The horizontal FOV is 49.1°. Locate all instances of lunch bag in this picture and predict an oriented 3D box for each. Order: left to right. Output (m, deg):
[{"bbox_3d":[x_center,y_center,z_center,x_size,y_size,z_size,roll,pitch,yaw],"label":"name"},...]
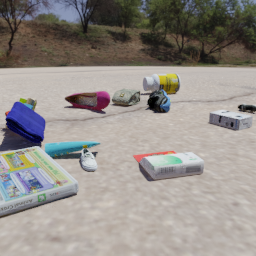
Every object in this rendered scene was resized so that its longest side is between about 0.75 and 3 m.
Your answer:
[{"bbox_3d":[-0.117,-1.765,16.202,1.160,0.831,1.414,11,25,31],"label":"lunch bag"}]

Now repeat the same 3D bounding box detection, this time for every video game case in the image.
[{"bbox_3d":[-3.012,1.212,6.687,2.690,0.326,2.955,-11,18,-32],"label":"video game case"}]

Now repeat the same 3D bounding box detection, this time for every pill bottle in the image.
[{"bbox_3d":[2.376,-3.154,19.943,2.480,1.389,1.389,-5,17,-16],"label":"pill bottle"}]

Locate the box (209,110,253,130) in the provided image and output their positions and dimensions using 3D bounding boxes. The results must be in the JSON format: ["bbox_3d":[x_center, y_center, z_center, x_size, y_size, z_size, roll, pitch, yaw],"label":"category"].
[{"bbox_3d":[4.333,-0.366,11.898,0.905,0.466,1.551,-12,19,-30],"label":"box"}]

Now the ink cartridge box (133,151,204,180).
[{"bbox_3d":[1.054,0.839,7.853,1.419,0.442,1.764,-4,18,-16],"label":"ink cartridge box"}]

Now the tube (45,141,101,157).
[{"bbox_3d":[-1.641,0.566,8.459,1.664,0.419,0.644,-8,0,-5],"label":"tube"}]

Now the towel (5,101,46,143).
[{"bbox_3d":[-3.539,-0.187,9.744,1.373,0.461,1.860,39,9,-24],"label":"towel"}]

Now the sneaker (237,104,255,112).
[{"bbox_3d":[6.093,-1.011,14.381,0.533,0.391,1.177,-8,14,-18],"label":"sneaker"}]

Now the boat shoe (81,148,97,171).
[{"bbox_3d":[-1.139,0.865,7.833,0.389,0.353,1.057,-7,18,-24],"label":"boat shoe"}]

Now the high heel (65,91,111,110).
[{"bbox_3d":[-2.138,-1.520,14.727,1.420,0.997,2.961,1,8,-36],"label":"high heel"}]

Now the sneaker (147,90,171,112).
[{"bbox_3d":[1.535,-1.536,15.148,1.086,0.930,2.622,4,18,-10],"label":"sneaker"}]

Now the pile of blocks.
[{"bbox_3d":[-4.418,-0.720,11.456,0.896,1.184,2.884,18,13,-15],"label":"pile of blocks"}]
